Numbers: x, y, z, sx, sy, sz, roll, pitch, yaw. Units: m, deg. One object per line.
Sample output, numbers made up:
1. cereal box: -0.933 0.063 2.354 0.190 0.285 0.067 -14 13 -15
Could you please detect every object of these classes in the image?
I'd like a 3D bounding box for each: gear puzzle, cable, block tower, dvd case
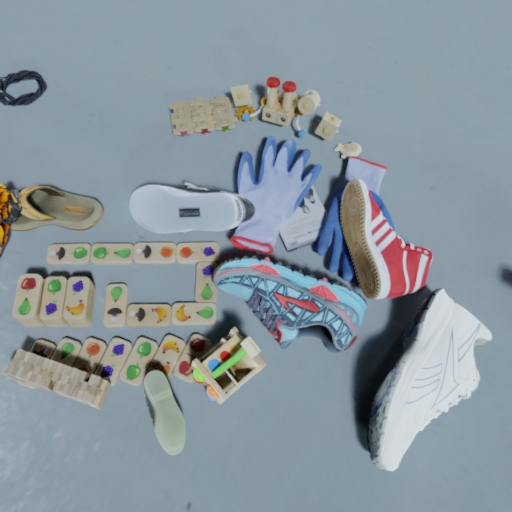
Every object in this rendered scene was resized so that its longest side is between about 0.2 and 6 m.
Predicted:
1. gear puzzle: -1.002 -3.305 13.260 2.055 0.269 1.064 -9 62 -7
2. cable: -5.698 -4.058 13.570 1.191 0.302 0.972 -3 64 -2
3. block tower: -3.644 2.243 10.262 1.855 0.501 0.536 16 65 6
4. dvd case: 0.902 -0.914 12.096 1.144 0.188 1.523 -19 68 -9

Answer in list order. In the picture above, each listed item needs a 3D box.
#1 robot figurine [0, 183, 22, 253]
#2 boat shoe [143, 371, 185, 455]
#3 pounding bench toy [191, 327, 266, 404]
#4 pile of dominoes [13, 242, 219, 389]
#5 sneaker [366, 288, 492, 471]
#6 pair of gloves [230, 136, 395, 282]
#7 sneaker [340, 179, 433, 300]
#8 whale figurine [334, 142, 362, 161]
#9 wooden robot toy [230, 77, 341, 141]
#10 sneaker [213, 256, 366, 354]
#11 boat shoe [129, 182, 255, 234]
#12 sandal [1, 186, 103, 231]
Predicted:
1. robot figurine: -5.544 -0.696 11.550 1.271 0.510 1.753 11 83 20
2. boat shoe: -1.666 2.835 10.145 0.537 0.454 1.507 -13 75 -22
3. pounding bench toy: -0.535 1.967 9.961 1.104 1.416 0.880 -37 80 -19
4. pile of dominoes: -2.684 0.996 10.953 3.877 0.617 3.022 -1 64 0
5. sneaker: 3.135 2.262 10.012 1.544 1.321 3.545 30 68 8
6. pair of gloves: 1.294 -1.055 11.935 3.716 0.423 2.987 17 67 1
7. sneaker: 2.616 -0.360 11.236 1.432 0.907 2.547 -1 68 -22
8. whale figurine: 2.109 -2.370 12.792 0.647 0.336 0.515 22 67 37
9. wooden robot toy: 0.781 -3.598 12.931 2.608 1.149 1.183 19 40 10
10. sneaker: 0.516 0.985 10.647 3.025 1.200 1.445 16 67 8
11. boat shoe: -1.340 -1.012 11.628 2.803 0.957 1.035 0 97 30
12. sandal: -4.533 -1.063 11.880 2.525 0.682 1.014 4 63 8
